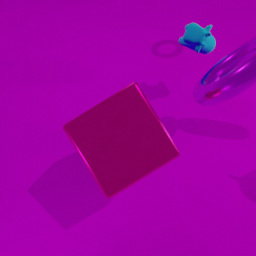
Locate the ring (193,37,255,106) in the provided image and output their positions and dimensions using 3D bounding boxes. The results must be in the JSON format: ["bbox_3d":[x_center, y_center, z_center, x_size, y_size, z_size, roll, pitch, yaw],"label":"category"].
[{"bbox_3d":[2.085,-1.128,5.289,0.396,1.980,1.980,50,63,-8],"label":"ring"}]

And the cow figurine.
[{"bbox_3d":[1.770,-2.132,6.803,1.219,0.669,1.199,15,19,-33],"label":"cow figurine"}]

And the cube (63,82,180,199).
[{"bbox_3d":[-0.100,0.178,5.004,1.372,1.372,1.372,-32,92,1],"label":"cube"}]
